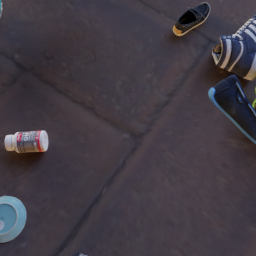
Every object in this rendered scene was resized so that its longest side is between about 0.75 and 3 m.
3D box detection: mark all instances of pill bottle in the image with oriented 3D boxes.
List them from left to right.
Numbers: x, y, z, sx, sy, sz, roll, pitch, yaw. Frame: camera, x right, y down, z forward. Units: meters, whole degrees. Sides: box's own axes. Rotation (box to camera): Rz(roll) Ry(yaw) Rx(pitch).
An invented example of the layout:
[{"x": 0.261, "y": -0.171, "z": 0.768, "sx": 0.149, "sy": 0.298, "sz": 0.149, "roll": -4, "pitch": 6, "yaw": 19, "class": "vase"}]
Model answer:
[{"x": -2.391, "y": 0.330, "z": 6.618, "sx": 0.896, "sy": 0.496, "sz": 0.496, "roll": -3, "pitch": 70, "yaw": -2, "class": "pill bottle"}]

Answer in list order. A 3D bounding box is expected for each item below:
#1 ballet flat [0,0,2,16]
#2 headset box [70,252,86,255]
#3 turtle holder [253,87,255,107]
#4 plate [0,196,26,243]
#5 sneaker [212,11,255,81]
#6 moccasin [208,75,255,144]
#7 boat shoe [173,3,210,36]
[{"x": -3.997, "y": -2.696, "z": 7.696, "sx": 0.795, "sy": 0.795, "sz": 2.216, "roll": 3, "pitch": 68, "yaw": 1, "class": "ballet flat"}, {"x": -0.259, "y": 3.861, "z": 4.965, "sx": 2.604, "sy": 1.208, "sz": 2.268, "roll": 20, "pitch": 71, "yaw": 7, "class": "headset box"}, {"x": 3.566, "y": -0.573, "z": 6.713, "sx": 0.992, "sy": 0.927, "sz": 1.305, "roll": 7, "pitch": 71, "yaw": 3, "class": "turtle holder"}, {"x": -2.769, "y": 2.011, "z": 6.213, "sx": 0.993, "sy": 0.127, "sz": 0.993, "roll": 0, "pitch": 70, "yaw": -1, "class": "plate"}, {"x": 3.027, "y": -2.457, "z": 7.464, "sx": 1.235, "sy": 0.798, "sz": 2.276, "roll": 18, "pitch": 74, "yaw": 4, "class": "sneaker"}, {"x": 1.824, "y": -0.141, "z": 4.002, "sx": 1.523, "sy": 0.613, "sz": 0.519, "roll": 36, "pitch": 110, "yaw": -23, "class": "moccasin"}, {"x": 1.840, "y": -3.146, "z": 7.907, "sx": 1.386, "sy": 0.431, "sz": 0.517, "roll": -40, "pitch": 73, "yaw": -14, "class": "boat shoe"}]
